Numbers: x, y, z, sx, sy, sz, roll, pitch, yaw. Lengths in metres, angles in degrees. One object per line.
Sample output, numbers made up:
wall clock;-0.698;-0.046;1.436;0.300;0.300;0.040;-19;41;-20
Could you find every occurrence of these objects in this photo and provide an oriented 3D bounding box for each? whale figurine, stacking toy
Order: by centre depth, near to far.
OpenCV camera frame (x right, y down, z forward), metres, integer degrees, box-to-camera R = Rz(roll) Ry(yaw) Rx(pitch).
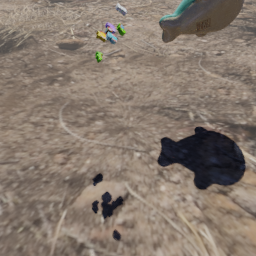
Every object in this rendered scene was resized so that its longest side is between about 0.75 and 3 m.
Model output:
stacking toy;-0.403;-2.298;6.848;0.315;1.010;1.340;25;41;-29
whale figurine;2.048;-3.551;8.272;2.594;2.064;1.346;-25;67;6
